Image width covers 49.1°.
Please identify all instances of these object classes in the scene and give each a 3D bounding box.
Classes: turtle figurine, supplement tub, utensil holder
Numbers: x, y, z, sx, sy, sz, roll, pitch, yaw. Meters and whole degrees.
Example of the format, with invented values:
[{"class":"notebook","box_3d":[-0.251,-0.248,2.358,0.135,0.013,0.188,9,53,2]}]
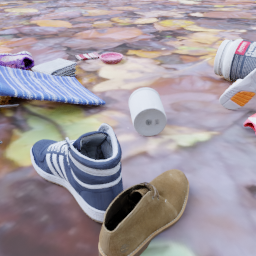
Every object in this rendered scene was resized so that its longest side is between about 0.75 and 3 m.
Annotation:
[{"class":"turtle figurine","box_3d":[-3.946,-0.140,6.599,1.885,1.945,1.399,-18,63,14]},{"class":"supplement tub","box_3d":[4.027,-2.120,9.215,1.990,1.396,1.396,23,38,31]},{"class":"utensil holder","box_3d":[0.469,-0.398,6.939,0.863,0.863,1.016,-2,34,-3]}]

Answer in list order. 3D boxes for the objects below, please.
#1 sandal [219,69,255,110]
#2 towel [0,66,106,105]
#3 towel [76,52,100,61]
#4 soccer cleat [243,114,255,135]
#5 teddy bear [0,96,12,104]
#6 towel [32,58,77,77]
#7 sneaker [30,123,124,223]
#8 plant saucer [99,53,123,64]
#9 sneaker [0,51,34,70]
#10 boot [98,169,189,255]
[{"class":"sandal","box_3d":[3.273,-1.134,7.669,0.628,1.639,0.470,44,32,-4]},{"class":"towel","box_3d":[-2.346,-1.227,7.795,2.951,0.352,2.136,2,25,-40]},{"class":"towel","box_3d":[-1.710,-3.099,12.076,0.948,0.108,0.683,-15,34,-23]},{"class":"soccer cleat","box_3d":[3.318,0.133,6.563,0.516,0.450,1.349,-34,41,2]},{"class":"teddy bear","box_3d":[-3.992,-1.153,8.183,2.553,0.852,1.851,-21,35,-31]},{"class":"towel","box_3d":[-2.552,-1.988,9.865,1.048,0.542,1.266,21,39,33]},{"class":"sneaker","box_3d":[-0.998,0.430,5.033,0.904,1.399,2.578,-27,40,-36]},{"class":"plant saucer","box_3d":[-0.684,-2.859,11.545,0.974,0.247,0.974,-1,32,0]},{"class":"sneaker","box_3d":[-4.245,-2.391,10.424,1.722,0.692,0.761,-26,47,-37]},{"class":"boot","box_3d":[0.379,1.154,4.436,0.797,0.817,2.165,20,35,32]}]
